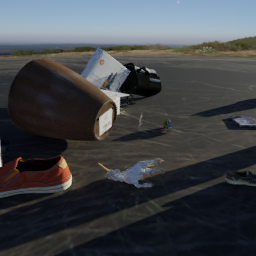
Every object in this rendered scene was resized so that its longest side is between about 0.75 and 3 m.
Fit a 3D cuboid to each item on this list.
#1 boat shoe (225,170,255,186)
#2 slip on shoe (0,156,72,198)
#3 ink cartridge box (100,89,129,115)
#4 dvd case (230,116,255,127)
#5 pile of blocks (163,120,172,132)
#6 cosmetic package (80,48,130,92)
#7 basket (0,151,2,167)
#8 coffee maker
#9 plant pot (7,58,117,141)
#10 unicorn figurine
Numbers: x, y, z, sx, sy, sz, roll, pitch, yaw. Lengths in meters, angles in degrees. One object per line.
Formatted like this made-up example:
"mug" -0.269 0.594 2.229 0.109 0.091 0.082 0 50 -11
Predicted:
"boat shoe" 2.767 1.143 6.530 0.960 0.315 0.343 1 18 2
"slip on shoe" -2.523 1.026 6.203 2.481 0.759 0.919 -4 20 -6
"ink cartridge box" -1.543 -1.083 12.081 2.963 1.005 1.706 15 21 40
"dvd case" 4.738 -0.267 11.145 0.966 0.104 1.299 1 19 2
"pile of blocks" 1.412 -0.101 10.224 0.277 0.366 0.892 0 19 0
"cosmetic package" -1.039 -2.535 13.184 0.544 1.589 2.107 36 6 40
"basket" -3.657 0.750 6.916 1.012 0.821 1.021 -8 19 -22
"coffee maker" 0.627 -2.208 14.804 1.470 2.096 2.182 11 6 41
"plant pot" -1.847 -0.651 9.046 2.786 2.603 2.603 21 25 22
"unicorn figurine" 0.184 1.051 6.617 1.047 0.563 1.525 0 1 33
